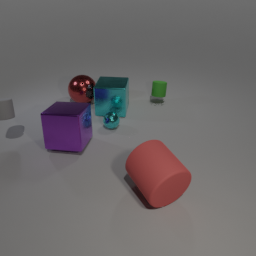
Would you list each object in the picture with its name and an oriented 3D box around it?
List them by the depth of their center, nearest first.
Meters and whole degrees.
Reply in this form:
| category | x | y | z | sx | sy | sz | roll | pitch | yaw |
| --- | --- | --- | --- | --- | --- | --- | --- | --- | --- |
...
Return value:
| category | x | y | z | sx | sy | sz | roll | pitch | yaw |
| --- | --- | --- | --- | --- | --- | --- | --- | --- | --- |
| cylinder | 0.848 | 1.286 | 8.042 | 1.400 | 1.400 | 1.400 | -16 | 44 | -25 |
| cylinder | -4.538 | -0.687 | 10.199 | 0.700 | 0.700 | 0.700 | -4 | 14 | 1 |
| cube | -2.202 | -0.091 | 10.326 | 1.400 | 1.400 | 1.400 | 3 | 23 | 9 |
| ball | -0.692 | -0.320 | 11.620 | 0.700 | 0.700 | 0.700 | 0 | 31 | 0 |
| cube | -0.722 | -1.453 | 12.840 | 1.400 | 1.400 | 1.400 | 3 | 31 | 6 |
| ball | -2.193 | -1.866 | 13.532 | 1.400 | 1.400 | 1.400 | 0 | 31 | 0 |
| cylinder | 1.512 | -1.897 | 13.579 | 0.700 | 0.700 | 0.700 | 4 | 18 | -1 |
